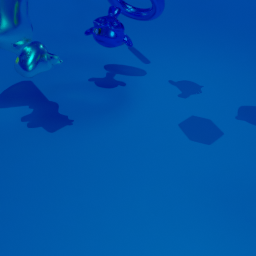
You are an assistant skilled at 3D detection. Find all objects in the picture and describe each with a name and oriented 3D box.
[{"bbox_3d":[-0.479,-2.718,7.626,1.402,0.845,1.009,15,64,2],"label":"monkey head"},{"bbox_3d":[0.175,-3.486,7.552,1.696,1.696,0.339,16,80,19],"label":"ring"},{"bbox_3d":[-1.985,-1.796,5.128,1.658,1.685,0.925,0,14,-39],"label":"cow figurine"}]
